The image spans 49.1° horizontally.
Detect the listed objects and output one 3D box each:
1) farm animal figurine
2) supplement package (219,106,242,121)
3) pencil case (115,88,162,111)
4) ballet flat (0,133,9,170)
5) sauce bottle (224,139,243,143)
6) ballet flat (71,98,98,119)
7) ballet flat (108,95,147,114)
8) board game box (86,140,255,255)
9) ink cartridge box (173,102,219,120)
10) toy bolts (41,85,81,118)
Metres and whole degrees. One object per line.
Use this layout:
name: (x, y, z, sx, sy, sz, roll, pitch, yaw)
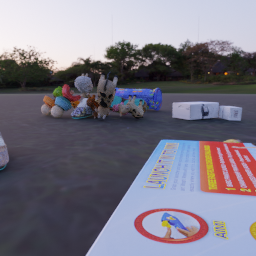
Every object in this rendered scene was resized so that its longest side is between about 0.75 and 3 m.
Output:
farm animal figurine: (-0.639, -0.939, 10.202, 2.275, 2.250, 1.186, 1, 53, 14)
supplement package: (3.810, -0.559, 10.465, 0.484, 0.483, 0.825, 2, 8, -8)
pencil case: (0.270, -1.517, 14.570, 2.948, 1.150, 1.280, 3, 4, 21)
ballet flat: (-2.360, 0.274, 4.738, 0.570, 0.563, 1.676, -5, 10, -29)
sauce bottle: (1.357, 0.453, 4.152, 0.417, 0.417, 1.289, 8, 14, 41)
ballet flat: (-1.638, -0.869, 11.667, 0.810, 0.810, 2.252, 4, 10, 24)
ballet flat: (-0.169, -0.920, 11.816, 2.114, 0.717, 0.765, 5, -32, 22)
board game box: (1.221, 0.658, 1.813, 2.340, 0.668, 2.390, 2, 9, 14)
ink cartridge box: (2.624, -0.689, 10.927, 1.468, 0.615, 1.065, -5, 10, -30)
toy bolts: (-2.670, -0.836, 11.743, 1.791, 1.301, 1.875, 39, -16, -17)
